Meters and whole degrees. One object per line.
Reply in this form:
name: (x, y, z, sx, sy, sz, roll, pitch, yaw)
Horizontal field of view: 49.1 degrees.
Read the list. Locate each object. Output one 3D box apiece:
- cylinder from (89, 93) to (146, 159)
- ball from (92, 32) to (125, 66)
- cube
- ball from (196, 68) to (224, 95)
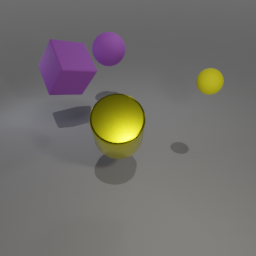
cylinder: (-0.266, -0.004, 7.548, 1.400, 1.400, 1.400, 0, 69, 0)
ball: (-0.814, -3.334, 11.879, 1.400, 1.400, 1.400, 0, 31, 0)
cube: (-2.227, -2.170, 10.225, 1.400, 1.400, 1.400, -7, 62, -40)
ball: (2.184, -1.241, 7.481, 0.700, 0.700, 0.700, 0, 31, 0)
